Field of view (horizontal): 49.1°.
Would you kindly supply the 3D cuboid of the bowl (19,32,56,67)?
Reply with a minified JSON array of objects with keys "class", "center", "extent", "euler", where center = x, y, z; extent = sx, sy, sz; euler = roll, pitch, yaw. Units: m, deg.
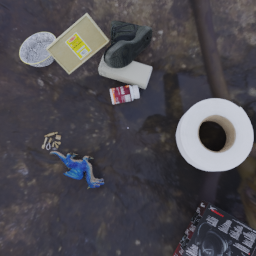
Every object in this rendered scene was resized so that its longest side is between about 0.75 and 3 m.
[{"class":"bowl","center":[-3.393,-2.956,11.094],"extent":[1.572,0.738,1.572],"euler":[-6,64,12]}]

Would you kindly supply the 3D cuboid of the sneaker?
[{"class":"sneaker","center":[-0.359,-3.244,10.742],"extent":[1.582,1.056,2.762],"euler":[23,52,22]}]

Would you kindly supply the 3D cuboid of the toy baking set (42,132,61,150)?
[{"class":"toy baking set","center":[-2.999,0.507,10.922],"extent":[0.819,0.095,0.629],"euler":[-12,81,-2]}]

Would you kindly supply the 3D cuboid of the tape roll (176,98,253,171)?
[{"class":"tape roll","center":[3.212,0.275,10.526],"extent":[2.702,0.945,2.702],"euler":[0,80,0]}]

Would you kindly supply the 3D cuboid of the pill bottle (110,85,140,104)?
[{"class":"pill bottle","center":[-0.129,-1.328,10.963],"extent":[1.093,0.624,0.624],"euler":[-12,81,-2]}]

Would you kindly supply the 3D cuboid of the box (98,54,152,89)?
[{"class":"box","center":[-0.111,-2.264,11.095],"extent":[1.995,0.682,0.820],"euler":[20,80,3]}]

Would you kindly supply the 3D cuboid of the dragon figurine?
[{"class":"dragon figurine","center":[-1.973,1.551,10.445],"extent":[2.319,0.682,1.153],"euler":[13,80,1]}]

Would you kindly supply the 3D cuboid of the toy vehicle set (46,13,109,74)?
[{"class":"toy vehicle set","center":[-1.644,-2.723,9.159],"extent":[1.772,0.235,1.101],"euler":[-35,115,13]}]

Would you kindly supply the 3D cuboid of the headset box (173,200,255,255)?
[{"class":"headset box","center":[2.959,4.301,9.775],"extent":[2.077,1.078,2.791],"euler":[29,83,5]}]
